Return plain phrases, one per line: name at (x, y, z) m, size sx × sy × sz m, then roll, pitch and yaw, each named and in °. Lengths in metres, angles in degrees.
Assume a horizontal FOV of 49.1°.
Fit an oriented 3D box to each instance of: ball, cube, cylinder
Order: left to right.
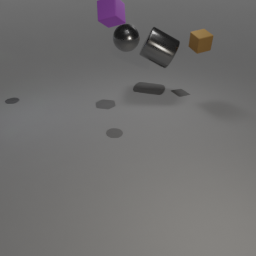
cube at (-0.555, -3.877, 9.378) m, size 0.700 × 0.700 × 0.700 m, roll -4°, pitch -3°, yaw 27°
ball at (-0.047, -2.353, 7.328) m, size 0.700 × 0.700 × 0.700 m, roll 0°, pitch 30°, yaw 0°
cylinder at (1.446, -3.692, 12.924) m, size 1.400 × 1.400 × 1.400 m, roll 26°, pitch 30°, yaw -8°
cube at (3.095, -3.698, 11.927) m, size 0.700 × 0.700 × 0.700 m, roll -17°, pitch 47°, yaw -15°
